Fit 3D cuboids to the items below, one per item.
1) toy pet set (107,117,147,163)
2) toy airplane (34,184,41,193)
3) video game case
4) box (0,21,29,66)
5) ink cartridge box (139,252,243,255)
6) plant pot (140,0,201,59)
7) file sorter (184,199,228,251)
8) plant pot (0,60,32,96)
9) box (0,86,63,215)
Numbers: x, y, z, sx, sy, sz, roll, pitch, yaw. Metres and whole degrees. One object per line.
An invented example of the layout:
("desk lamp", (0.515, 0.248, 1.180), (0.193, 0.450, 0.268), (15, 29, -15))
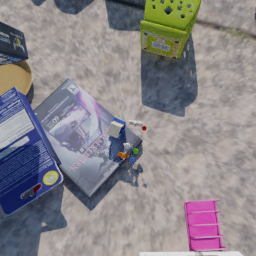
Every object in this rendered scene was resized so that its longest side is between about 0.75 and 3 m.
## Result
("toy pet set", (-0.048, 0.183, 6.714), (0.879, 0.500, 0.942), (23, 106, 8))
("toy airplane", (-2.027, 1.123, 6.694), (0.892, 0.164, 0.892), (-2, 72, 8))
("video game case", (-1.224, 0.158, 7.034), (2.631, 0.250, 1.879), (40, 75, 14))
("box", (-3.162, -1.398, 4.708), (1.945, 2.467, 0.629), (-10, 94, 7))
("ink cartridge box", (1.265, 3.265, 5.307), (2.115, 0.876, 1.552), (1, 92, -3))
("plant pot", (1.031, -2.718, 7.492), (1.395, 1.388, 1.266), (17, 78, 6))
("file sorter", (1.704, 2.107, 6.112), (0.730, 0.659, 1.051), (-3, 70, -1))
("plant pot", (-3.422, -1.233, 7.527), (1.764, 0.242, 1.764), (0, 70, 1))
("box", (-2.682, 0.515, 6.623), (1.599, 0.428, 2.640), (-32, 74, 2))
